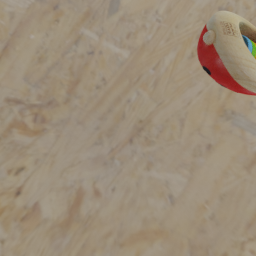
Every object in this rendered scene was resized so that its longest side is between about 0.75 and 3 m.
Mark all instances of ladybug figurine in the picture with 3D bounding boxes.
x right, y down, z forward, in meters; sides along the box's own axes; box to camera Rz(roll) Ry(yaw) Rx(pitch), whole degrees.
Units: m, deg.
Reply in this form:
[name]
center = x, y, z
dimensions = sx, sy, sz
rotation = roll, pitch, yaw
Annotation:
[ladybug figurine]
center = 1.992, -1.252, 5.061
dimensions = 2.235, 0.804, 1.517
rotation = 12, 60, -38
